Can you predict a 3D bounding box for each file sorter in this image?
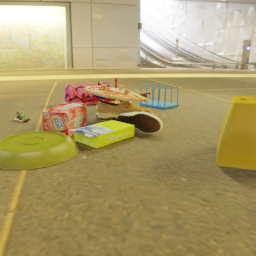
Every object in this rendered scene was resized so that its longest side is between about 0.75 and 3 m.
[{"bbox_3d":[1.627,-1.687,14.679,1.750,1.074,1.215,15,22,42],"label":"file sorter"}]

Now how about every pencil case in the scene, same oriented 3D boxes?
[{"bbox_3d":[-2.168,-1.904,15.220,2.542,1.191,1.153,-7,20,-21],"label":"pencil case"}]

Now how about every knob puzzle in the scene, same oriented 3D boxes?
[{"bbox_3d":[-0.638,-1.529,11.295,2.577,0.357,2.577,10,16,-3],"label":"knob puzzle"}]

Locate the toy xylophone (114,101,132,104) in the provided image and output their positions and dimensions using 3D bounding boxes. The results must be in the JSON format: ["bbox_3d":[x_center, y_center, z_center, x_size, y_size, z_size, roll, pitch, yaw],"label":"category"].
[{"bbox_3d":[-0.526,-1.040,13.586,1.554,0.390,1.137,-4,16,-13],"label":"toy xylophone"}]

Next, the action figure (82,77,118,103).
[{"bbox_3d":[-1.100,-1.698,12.335,0.787,1.194,2.412,0,4,24],"label":"action figure"}]

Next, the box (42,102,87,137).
[{"bbox_3d":[-2.209,-0.330,10.024,0.930,0.891,1.866,3,16,11],"label":"box"}]

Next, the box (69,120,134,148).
[{"bbox_3d":[-0.813,0.172,9.035,1.145,0.448,1.878,13,20,40],"label":"box"}]

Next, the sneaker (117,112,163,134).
[{"bbox_3d":[0.571,-0.310,10.232,2.039,0.743,0.863,13,22,43],"label":"sneaker"}]

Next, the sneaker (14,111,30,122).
[{"bbox_3d":[-4.395,-0.484,11.550,0.882,0.391,0.339,10,18,32],"label":"sneaker"}]

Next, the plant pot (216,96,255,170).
[{"bbox_3d":[3.343,0.033,7.388,1.812,1.598,1.812,4,16,18],"label":"plant pot"}]

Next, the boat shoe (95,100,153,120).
[{"bbox_3d":[-0.189,-0.832,11.711,2.465,0.939,0.883,2,14,9],"label":"boat shoe"}]

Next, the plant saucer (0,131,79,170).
[{"bbox_3d":[-2.672,0.511,7.945,2.495,0.388,2.495,0,16,0],"label":"plant saucer"}]

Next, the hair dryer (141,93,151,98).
[{"bbox_3d":[0.889,-1.991,17.517,0.799,0.285,1.050,-11,3,33],"label":"hair dryer"}]
